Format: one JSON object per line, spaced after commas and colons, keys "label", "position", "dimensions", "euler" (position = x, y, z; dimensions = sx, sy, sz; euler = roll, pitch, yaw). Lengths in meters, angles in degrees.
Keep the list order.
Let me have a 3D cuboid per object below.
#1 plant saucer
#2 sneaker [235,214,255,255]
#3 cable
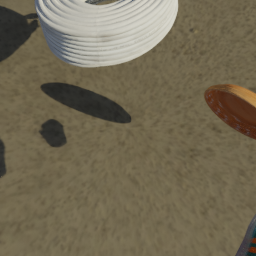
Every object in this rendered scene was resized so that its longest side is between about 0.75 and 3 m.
{"label": "plant saucer", "position": [2.385, -0.352, 5.826], "dimensions": [1.723, 1.723, 0.322], "euler": [39, 84, 14]}
{"label": "sneaker", "position": [1.763, 1.550, 3.565], "dimensions": [0.531, 0.474, 1.328], "euler": [29, 107, 41]}
{"label": "cable", "position": [-0.443, -2.584, 5.845], "dimensions": [2.939, 1.017, 2.939], "euler": [3, 58, 8]}
